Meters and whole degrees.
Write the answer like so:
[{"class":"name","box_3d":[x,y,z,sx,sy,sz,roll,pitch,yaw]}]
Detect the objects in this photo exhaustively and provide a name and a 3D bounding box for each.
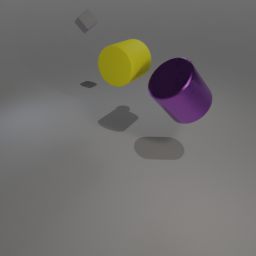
[{"class":"cube","box_3d":[-1.933,-4.943,12.985,0.700,0.700,0.700,-47,18,-15]},{"class":"cylinder","box_3d":[1.505,-1.043,8.041,1.400,1.400,1.400,-22,50,28]},{"class":"cylinder","box_3d":[-0.102,-2.297,9.809,1.400,1.400,1.400,16,31,26]}]
